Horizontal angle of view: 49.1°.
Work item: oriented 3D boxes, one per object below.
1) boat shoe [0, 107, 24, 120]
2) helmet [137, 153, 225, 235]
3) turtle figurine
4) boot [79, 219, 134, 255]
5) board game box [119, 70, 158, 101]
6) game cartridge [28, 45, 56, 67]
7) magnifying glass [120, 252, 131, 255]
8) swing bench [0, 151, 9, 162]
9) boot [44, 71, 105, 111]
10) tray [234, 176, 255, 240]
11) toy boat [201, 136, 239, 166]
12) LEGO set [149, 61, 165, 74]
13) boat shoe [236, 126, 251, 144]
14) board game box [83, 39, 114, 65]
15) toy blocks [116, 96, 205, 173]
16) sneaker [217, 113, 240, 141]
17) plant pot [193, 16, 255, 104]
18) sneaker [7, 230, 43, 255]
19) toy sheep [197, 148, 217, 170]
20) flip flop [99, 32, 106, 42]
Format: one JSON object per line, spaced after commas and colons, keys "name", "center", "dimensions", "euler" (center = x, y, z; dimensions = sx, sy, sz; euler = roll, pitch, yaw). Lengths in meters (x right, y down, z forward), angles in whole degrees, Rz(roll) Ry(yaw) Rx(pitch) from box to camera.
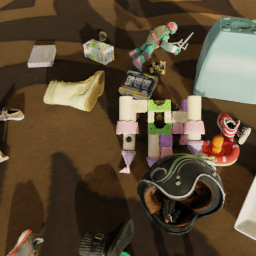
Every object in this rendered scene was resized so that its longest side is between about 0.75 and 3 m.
{"name": "boat shoe", "center": [-4.978, -0.628, 11.596], "dimensions": [1.273, 0.461, 0.460], "euler": [-1, 43, -1]}
{"name": "helmet", "center": [1.547, 1.720, 7.981], "dimensions": [2.040, 2.140, 2.140], "euler": [-26, 49, -30]}
{"name": "turtle figurine", "center": [1.501, -4.048, 13.389], "dimensions": [2.994, 1.507, 2.242], "euler": [-33, 21, 16]}
{"name": "boot", "center": [-0.571, 2.974, 7.698], "dimensions": [1.094, 0.550, 1.463], "euler": [0, 19, 28]}
{"name": "board game box", "center": [0.475, -1.920, 12.738], "dimensions": [1.440, 0.408, 1.190], "euler": [18, 69, 19]}
{"name": "game cartridge", "center": [-4.620, -3.911, 15.219], "dimensions": [1.278, 0.378, 1.971], "euler": [0, 43, -6]}
{"name": "magnifying glass", "center": [0.131, 4.097, 6.735], "dimensions": [0.955, 0.269, 2.400], "euler": [-21, 45, -22]}
{"name": "swing bench", "center": [-5.433, 0.797, 9.672], "dimensions": [1.665, 1.086, 1.674], "euler": [34, 58, 30]}
{"name": "boot", "center": [-2.281, -1.815, 12.487], "dimensions": [2.145, 1.004, 2.759], "euler": [8, 43, 11]}
{"name": "tray", "center": [4.416, 2.365, 8.500], "dimensions": [1.570, 0.324, 2.923], "euler": [24, 48, 25]}
{"name": "toy boat", "center": [3.107, 0.697, 9.780], "dimensions": [1.533, 1.002, 1.000], "euler": [0, 43, 0]}
{"name": "LEGO set", "center": [1.536, -3.139, 14.236], "dimensions": [0.907, 0.526, 0.698], "euler": [14, 45, 15]}
{"name": "boat shoe", "center": [4.333, 0.255, 10.783], "dimensions": [0.454, 0.365, 0.979], "euler": [22, 41, 33]}
{"name": "board game box", "center": [-1.568, -4.095, 15.071], "dimensions": [1.480, 0.776, 0.762], "euler": [27, 50, 27]}
{"name": "toy blocks", "center": [1.080, 0.283, 9.684], "dimensions": [2.762, 2.488, 2.956], "euler": [0, 0, 4]}
{"name": "sneaker", "center": [3.858, -0.220, 10.790], "dimensions": [0.610, 0.963, 1.712], "euler": [6, 43, 6]}
{"name": "plant pot", "center": [4.683, -3.260, 12.617], "dimensions": [2.870, 2.931, 2.878], "euler": [9, 44, 11]}
{"name": "sneaker", "center": [-2.719, 3.405, 7.212], "dimensions": [0.653, 0.614, 1.594], "euler": [15, 46, 7]}
{"name": "toy sheep", "center": [2.415, 1.304, 9.139], "dimensions": [0.980, 0.980, 1.421], "euler": [3, 65, 3]}
{"name": "flip flop", "center": [-1.550, -5.612, 17.037], "dimensions": [0.440, 0.312, 1.085], "euler": [-1, 43, -1]}
